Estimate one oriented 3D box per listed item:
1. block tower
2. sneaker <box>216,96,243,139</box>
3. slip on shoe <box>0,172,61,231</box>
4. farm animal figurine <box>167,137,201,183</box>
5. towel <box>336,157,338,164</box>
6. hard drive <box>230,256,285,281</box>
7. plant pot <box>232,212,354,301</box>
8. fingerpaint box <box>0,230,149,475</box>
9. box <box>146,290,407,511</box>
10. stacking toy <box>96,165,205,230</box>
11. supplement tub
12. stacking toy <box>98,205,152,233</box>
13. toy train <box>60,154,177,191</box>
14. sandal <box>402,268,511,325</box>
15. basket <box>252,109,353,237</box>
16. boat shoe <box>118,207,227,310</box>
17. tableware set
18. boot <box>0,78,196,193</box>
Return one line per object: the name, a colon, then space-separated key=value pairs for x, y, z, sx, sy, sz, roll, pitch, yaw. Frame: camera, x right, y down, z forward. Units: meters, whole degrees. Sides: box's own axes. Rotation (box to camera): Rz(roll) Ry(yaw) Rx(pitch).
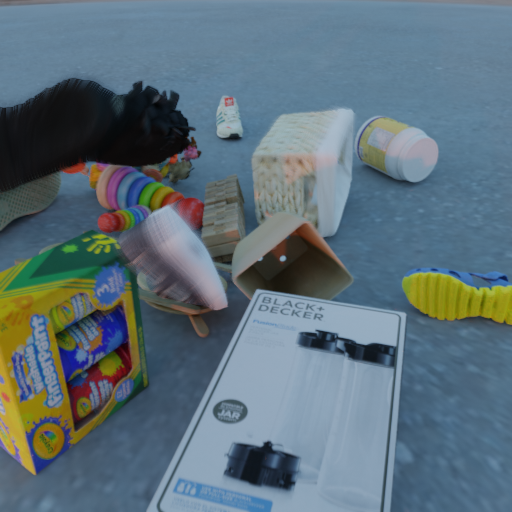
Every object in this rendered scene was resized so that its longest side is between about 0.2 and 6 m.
block tower: x=-0.565 y=-0.688 z=10.028 sx=0.679 sy=0.634 sz=2.349 roll=-12 pitch=29 yaw=6
sneaker: x=-0.768 y=-3.790 z=15.189 sx=0.665 sy=0.883 sz=1.888 roll=-4 pitch=30 yaw=-8
slip on shoe: x=-4.793 y=-1.118 z=10.558 sx=0.907 sy=1.098 sz=2.963 roll=8 pitch=36 yaw=22
farm animal figurine: x=-1.822 y=-2.015 z=12.415 sx=1.400 sy=0.738 sz=1.416 roll=-6 pitch=32 yaw=15
towel: x=1.169 y=-2.003 z=12.808 sx=1.453 sy=0.235 sz=1.978 roll=8 pitch=33 yaw=9
hard drive: x=0.305 y=0.145 z=9.186 sx=0.891 sy=0.178 sz=1.352 roll=17 pitch=34 yaw=26
plant pot: x=0.388 y=0.088 z=7.868 sx=1.247 sy=1.246 sz=1.104 roll=-39 pitch=29 yaw=5
fingerpaint box: x=-2.025 y=0.986 z=5.951 sx=0.730 sy=1.990 sz=1.660 roll=21 pitch=36 yaw=30
box: x=0.432 y=1.729 z=5.675 sx=1.918 sy=0.989 sz=3.289 roll=9 pitch=31 yaw=14
stacking toy: x=-1.902 y=-1.067 z=10.613 sx=2.215 sy=0.946 sz=0.946 roll=19 pitch=35 yaw=23
supplement tub: x=3.110 y=-2.377 z=12.498 sx=1.172 sy=1.172 sz=1.612 roll=-16 pitch=33 yaw=-25
stacking toy: x=-2.311 y=-0.610 z=9.712 sx=0.523 sy=0.523 sz=1.224 roll=12 pitch=11 yaw=20
toy train: x=-2.813 y=-1.839 z=11.056 sx=2.514 sy=1.888 sz=0.699 roll=-13 pitch=61 yaw=1
sandal: x=3.024 y=0.515 z=8.135 sx=1.819 sy=0.723 sz=0.792 roll=11 pitch=26 yaw=4
basket: x=0.937 y=-1.649 z=10.569 sx=1.509 sy=1.658 sz=2.447 roll=5 pitch=33 yaw=14
boat shoe: x=-0.930 y=0.190 z=6.609 sx=0.730 sy=2.154 sz=0.773 roll=-24 pitch=65 yaw=3
tableware set: x=-1.849 y=0.384 z=8.353 sx=2.902 sy=0.581 sz=1.918 roll=13 pitch=19 yaw=13
boot: x=-2.962 y=-1.918 z=9.425 sx=3.396 sy=1.257 sz=2.783 roll=-16 pitch=0 yaw=23
